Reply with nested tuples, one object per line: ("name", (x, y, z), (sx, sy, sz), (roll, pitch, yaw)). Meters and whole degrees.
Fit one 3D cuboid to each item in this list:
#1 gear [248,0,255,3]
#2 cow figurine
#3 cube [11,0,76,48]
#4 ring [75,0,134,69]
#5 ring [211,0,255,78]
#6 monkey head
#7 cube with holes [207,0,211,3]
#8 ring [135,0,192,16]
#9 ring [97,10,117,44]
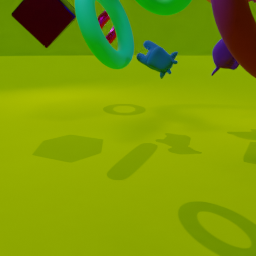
("gear", (1.874, -2.596, 4.317), (1.240, 1.240, 0.229), (-5, 8, -17))
("cow figurine", (0.839, -1.699, 7.118), (1.297, 0.724, 1.318), (40, 16, 31))
("cube", (-2.038, -2.883, 7.103), (1.091, 1.091, 1.091), (-41, 22, 15))
("ring", (-0.463, -2.310, 6.333), (0.401, 2.007, 2.007), (-14, 8, 28))
("ring", (1.745, -1.429, 3.487), (1.854, 1.854, 0.371), (-10, -5, -33))
("monkey head", (2.790, -2.063, 7.876), (0.818, 1.357, 0.976), (15, 6, 15))
("cube with holes", (2.253, -3.904, 6.698), (1.170, 1.170, 1.170), (-16, 2, 33))
("ring", (0.462, -2.266, 4.190), (1.221, 1.221, 0.244), (12, 56, 37))
("ring", (-0.814, -3.947, 11.106), (0.375, 1.876, 1.876), (41, 28, 11))
